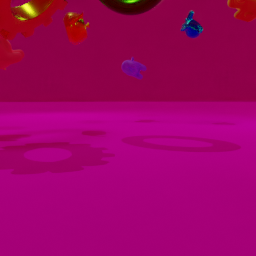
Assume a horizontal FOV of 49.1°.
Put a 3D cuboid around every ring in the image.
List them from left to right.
[{"bbox_3d":[0.023,-3.545,6.229,1.988,1.988,0.398,1,36,13],"label":"ring"}]

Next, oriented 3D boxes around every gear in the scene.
[{"bbox_3d":[-1.696,-2.368,4.801,1.894,0.350,1.894,-43,-4,-4],"label":"gear"}]

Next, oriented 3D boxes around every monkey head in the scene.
[{"bbox_3d":[2.296,-3.599,9.822,0.707,0.844,1.173,19,17,-8],"label":"monkey head"},{"bbox_3d":[2.800,-3.053,6.080,1.288,1.079,1.791,-1,-27,44],"label":"monkey head"}]

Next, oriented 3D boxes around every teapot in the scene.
[{"bbox_3d":[-1.293,-2.586,7.172,0.628,0.797,1.282,-16,-4,-8],"label":"teapot"}]

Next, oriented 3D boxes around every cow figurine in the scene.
[{"bbox_3d":[-3.149,-1.849,6.139,1.325,1.346,0.739,-20,27,-2],"label":"cow figurine"},{"bbox_3d":[0.132,-2.290,10.550,1.213,0.666,1.194,5,26,-47],"label":"cow figurine"}]
